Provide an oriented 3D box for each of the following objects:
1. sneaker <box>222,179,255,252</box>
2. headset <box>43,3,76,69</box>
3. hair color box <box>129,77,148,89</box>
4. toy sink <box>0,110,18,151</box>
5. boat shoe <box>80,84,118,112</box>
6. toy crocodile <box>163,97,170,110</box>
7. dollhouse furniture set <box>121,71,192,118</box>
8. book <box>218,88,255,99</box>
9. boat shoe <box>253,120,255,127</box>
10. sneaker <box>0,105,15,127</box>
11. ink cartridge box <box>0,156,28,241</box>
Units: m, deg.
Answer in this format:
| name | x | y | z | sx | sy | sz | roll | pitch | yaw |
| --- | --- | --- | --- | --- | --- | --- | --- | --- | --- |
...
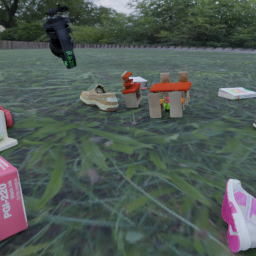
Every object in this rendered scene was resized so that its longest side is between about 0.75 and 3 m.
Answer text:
| name | x | y | z | sx | sy | sz | roll | pitch | yaw |
| --- | --- | --- | --- | --- | --- | --- | --- | --- | --- |
| sneaker | 1.882 | 1.365 | 4.444 | 0.640 | 0.590 | 1.451 | 4 | 28 | 9 |
| headset | -2.093 | -3.085 | 9.177 | 1.147 | 1.508 | 2.442 | -23 | 65 | -13 |
| hair color box | 0.468 | -2.450 | 15.241 | 0.789 | 0.455 | 1.422 | -4 | 19 | -14 |
| toy sink | -3.995 | 0.021 | 7.574 | 1.659 | 0.929 | 1.081 | 12 | 23 | 30 |
| boat shoe | -1.182 | -1.358 | 11.480 | 0.853 | 0.906 | 2.380 | -16 | 25 | -39 |
| toy crocodile | 1.611 | -1.005 | 11.156 | 0.511 | 0.468 | 1.515 | 1 | 19 | 3 |
| dollhouse furniture set | 1.116 | -1.547 | 10.851 | 2.594 | 1.351 | 2.623 | 0 | 27 | 19 |
| book | 5.130 | -1.601 | 13.130 | 1.457 | 0.350 | 0.974 | -8 | 25 | -26 |
| boat shoe | 4.818 | -0.175 | 8.695 | 1.696 | 0.550 | 0.621 | 5 | 20 | 13 |
| sneaker | -4.422 | -0.397 | 9.248 | 0.815 | 0.589 | 1.668 | -15 | 26 | -40 |
| ink cartridge box | -3.185 | 1.181 | 4.034 | 2.680 | 1.136 | 1.952 | -20 | 27 | -40 |
